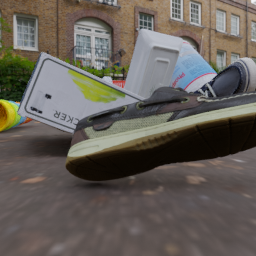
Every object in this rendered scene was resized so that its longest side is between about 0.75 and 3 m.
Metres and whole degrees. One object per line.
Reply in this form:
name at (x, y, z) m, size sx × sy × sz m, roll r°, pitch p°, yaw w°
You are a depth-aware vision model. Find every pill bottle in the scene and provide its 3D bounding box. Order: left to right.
pill bottle at (2.063, -1.468, 9.026) m, size 1.485 × 1.485 × 2.731 m, roll -3°, pitch 49°, yaw -35°

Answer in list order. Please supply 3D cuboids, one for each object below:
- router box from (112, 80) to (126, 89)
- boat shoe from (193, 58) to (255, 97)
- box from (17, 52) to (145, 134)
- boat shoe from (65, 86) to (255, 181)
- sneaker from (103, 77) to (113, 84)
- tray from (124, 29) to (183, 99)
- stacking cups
router box at (-0.258, -0.879, 10.159) m, size 2.434 × 0.663 × 2.712 m, roll 0°, pitch -14°, yaw -8°
boat shoe at (1.857, -0.631, 6.505) m, size 1.146 × 0.923 × 2.471 m, roll -10°, pitch -26°, yaw -16°
box at (-0.868, -0.349, 4.360) m, size 1.452 × 0.749 × 2.490 m, roll 22°, pitch -2°, yaw -20°
boat shoe at (0.317, -0.048, 2.029) m, size 1.660 × 0.538 × 0.608 m, roll -13°, pitch -31°, yaw 9°
sneaker at (-1.243, -0.651, 8.015) m, size 1.344 × 0.879 × 2.339 m, roll -6°, pitch -20°, yaw -24°
tray at (0.429, -0.747, 5.456) m, size 1.132 × 2.108 × 0.234 m, roll -3°, pitch 29°, yaw -39°
stacking cups at (-3.111, -0.433, 7.595) m, size 0.799 × 0.799 × 2.641 m, roll 0°, pitch 7°, yaw -2°
